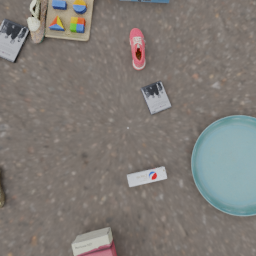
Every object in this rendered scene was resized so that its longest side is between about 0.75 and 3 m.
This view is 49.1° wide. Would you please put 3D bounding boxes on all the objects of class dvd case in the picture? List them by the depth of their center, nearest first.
[{"bbox_3d":[0.877,-0.952,8.780,0.688,0.113,0.915,-21,84,-3],"label":"dvd case"},{"bbox_3d":[-3.795,-2.800,8.973,0.920,0.151,1.225,23,84,2],"label":"dvd case"}]

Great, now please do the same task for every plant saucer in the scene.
[{"bbox_3d":[3.333,1.100,8.403,2.945,0.404,2.945,0,83,0],"label":"plant saucer"}]

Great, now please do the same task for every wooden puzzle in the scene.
[{"bbox_3d":[-1.901,-3.614,8.959,1.450,0.362,1.565,6,83,1],"label":"wooden puzzle"}]

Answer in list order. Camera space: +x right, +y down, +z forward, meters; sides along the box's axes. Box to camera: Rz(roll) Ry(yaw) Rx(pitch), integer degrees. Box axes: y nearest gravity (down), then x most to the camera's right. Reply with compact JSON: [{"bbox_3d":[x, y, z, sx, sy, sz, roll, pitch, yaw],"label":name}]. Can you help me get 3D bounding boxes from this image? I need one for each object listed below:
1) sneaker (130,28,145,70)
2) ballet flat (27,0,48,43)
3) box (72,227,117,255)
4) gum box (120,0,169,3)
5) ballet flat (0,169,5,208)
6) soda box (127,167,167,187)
[{"bbox_3d":[0.341,-2.534,8.721,0.501,0.589,1.358,-7,83,-1],"label":"sneaker"},{"bbox_3d":[-2.918,-3.486,8.842,0.534,0.527,1.568,0,81,21],"label":"ballet flat"},{"bbox_3d":[-0.829,3.805,7.829,1.058,0.901,1.654,-15,84,-2],"label":"box"},{"bbox_3d":[0.587,-5.079,8.997,1.632,0.428,1.921,3,90,1],"label":"gum box"},{"bbox_3d":[-3.930,1.778,8.341,0.420,0.289,1.248,-8,84,11],"label":"ballet flat"},{"bbox_3d":[0.560,1.451,8.362,1.147,0.391,0.365,-13,84,-2],"label":"soda box"}]
